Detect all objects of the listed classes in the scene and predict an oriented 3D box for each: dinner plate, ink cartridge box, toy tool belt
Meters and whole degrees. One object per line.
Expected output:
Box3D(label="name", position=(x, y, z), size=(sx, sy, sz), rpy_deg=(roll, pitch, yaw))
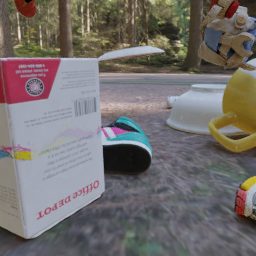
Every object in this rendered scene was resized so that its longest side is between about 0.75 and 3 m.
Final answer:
Box3D(label="dinner plate", position=(0.018, -2.739, 10.390), size=(2.657, 0.322, 2.657), rpy_deg=(-8, 11, 2))
Box3D(label="ink cartridge box", position=(-1.090, 0.115, 3.659), size=(0.857, 2.001, 1.477), rpy_deg=(8, 15, 33))
Box3D(label="toy tool belt", position=(2.237, -1.838, 5.678), size=(1.236, 1.256, 2.011), rpy_deg=(37, -2, 16))

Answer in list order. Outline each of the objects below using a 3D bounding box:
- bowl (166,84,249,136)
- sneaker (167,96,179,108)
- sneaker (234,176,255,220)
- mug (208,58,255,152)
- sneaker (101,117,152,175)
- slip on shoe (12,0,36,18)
Box3D(label="bowl", position=(2.617, -0.698, 8.783), size=(2.791, 1.254, 2.791), rpy_deg=(0, 13, 0))
Box3D(label="sneaker", position=(2.219, -1.160, 12.236), size=(0.815, 0.533, 1.418), rpy_deg=(3, 10, 25))
Box3D(label="sneaker", position=(2.082, 0.873, 3.788), size=(1.508, 0.587, 0.620), rpy_deg=(-22, 28, -35))
Box3D(label="mug", position=(3.435, -0.260, 6.516), size=(1.951, 2.436, 2.000), rpy_deg=(28, 15, -27))
Box3D(label="sneaker", position=(-0.524, 0.234, 5.522), size=(2.090, 0.874, 1.262), rpy_deg=(10, 19, 7))
Box3D(label="slip on shoe", position=(-3.149, -3.982, 8.623), size=(0.592, 0.716, 1.933), rpy_deg=(27, -13, 0))
